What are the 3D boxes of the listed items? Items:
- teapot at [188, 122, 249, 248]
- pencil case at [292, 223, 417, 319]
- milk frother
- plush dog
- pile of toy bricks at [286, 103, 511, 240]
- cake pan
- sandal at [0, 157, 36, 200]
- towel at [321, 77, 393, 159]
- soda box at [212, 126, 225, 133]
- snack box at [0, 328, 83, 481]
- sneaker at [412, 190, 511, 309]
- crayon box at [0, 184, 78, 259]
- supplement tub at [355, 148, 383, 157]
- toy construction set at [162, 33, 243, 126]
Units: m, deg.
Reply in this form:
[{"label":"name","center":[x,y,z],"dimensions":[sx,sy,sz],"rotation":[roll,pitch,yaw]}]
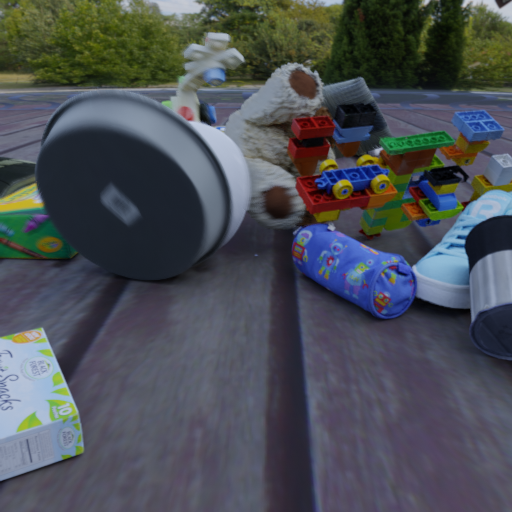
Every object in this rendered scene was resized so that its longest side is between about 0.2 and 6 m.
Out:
[{"label":"teapot","center":[-1.323,-1.013,8.156],"dimensions":[1.610,2.176,2.204],"rotation":[3,-29,-48]},{"label":"pencil case","center":[1.216,0.126,7.281],"dimensions":[0.734,0.817,1.881],"rotation":[15,10,-34]},{"label":"milk frother","center":[3.001,0.153,5.812],"dimensions":[1.348,1.493,1.405],"rotation":[15,44,3]},{"label":"plush dog","center":[0.474,-1.598,9.634],"dimensions":[2.293,2.670,2.142],"rotation":[17,-9,-42]},{"label":"pile of toy bricks","center":[2.255,-1.039,8.957],"dimensions":[3.963,1.956,2.199],"rotation":[-9,48,-18]},{"label":"cake pan","center":[-1.655,-0.743,7.203],"dimensions":[2.712,2.712,0.497],"rotation":[6,39,15]},{"label":"sandal","center":[-4.836,-0.969,10.116],"dimensions":[1.307,0.939,3.291],"rotation":[14,33,2]},{"label":"towel","center":[1.549,-2.498,10.423],"dimensions":[1.644,1.583,0.284],"rotation":[-8,51,35]},{"label":"soda box","center":[-1.047,-2.516,13.827],"dimensions":[3.507,1.188,1.122],"rotation":[-13,24,-31]},{"label":"snack box","center":[-2.247,1.247,4.771],"dimensions":[1.169,0.435,1.643],"rotation":[-11,23,-27]},{"label":"sneaker","center":[2.985,-0.250,7.654],"dimensions":[1.120,1.241,3.029],"rotation":[14,25,36]},{"label":"crayon box","center":[-3.392,-0.719,9.569],"dimensions":[1.512,0.742,2.547],"rotation":[0,21,7]},{"label":"supplement tub","center":[2.926,-3.642,16.835],"dimensions":[1.663,1.205,1.205],"rotation":[12,23,29]},{"label":"toy construction set","center":[-1.288,-2.549,11.233],"dimensions":[1.666,3.617,2.371],"rotation":[10,-9,5]}]
